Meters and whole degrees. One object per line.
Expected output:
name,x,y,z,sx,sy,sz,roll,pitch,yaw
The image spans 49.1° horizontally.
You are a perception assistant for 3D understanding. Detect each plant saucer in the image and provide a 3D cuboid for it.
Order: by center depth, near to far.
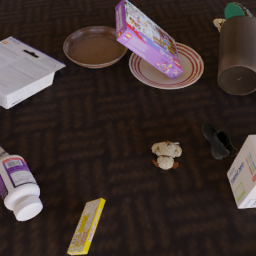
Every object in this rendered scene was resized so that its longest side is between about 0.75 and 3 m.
plant saucer,-1.305,-3.308,11.597,2.659,0.426,2.659,0,51,0

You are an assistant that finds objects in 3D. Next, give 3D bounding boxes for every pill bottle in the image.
pill bottle,-2.902,1.577,7.406,0.903,0.903,1.621,-28,57,-20

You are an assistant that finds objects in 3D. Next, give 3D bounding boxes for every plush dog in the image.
plush dog,1.134,0.823,8.237,0.911,0.731,0.783,6,75,5

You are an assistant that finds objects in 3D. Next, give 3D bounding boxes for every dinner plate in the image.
dinner plate,1.480,-2.442,10.950,2.871,0.348,2.871,0,50,0

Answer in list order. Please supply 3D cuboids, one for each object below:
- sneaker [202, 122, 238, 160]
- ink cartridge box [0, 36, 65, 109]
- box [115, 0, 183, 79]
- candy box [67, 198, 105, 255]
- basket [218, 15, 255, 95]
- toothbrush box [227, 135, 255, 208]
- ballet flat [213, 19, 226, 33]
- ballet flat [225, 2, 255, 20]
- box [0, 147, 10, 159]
sneaker,2.729,0.285,8.453,0.493,0.857,1.643,-4,52,-8
ink cartridge box,-4.349,-2.165,10.271,2.939,0.598,2.945,30,43,15
box,0.763,-3.183,10.136,2.784,0.544,1.905,26,44,-34
candy box,-1.015,2.413,6.913,0.178,0.690,1.350,41,47,-24
basket,4.149,-2.510,10.135,2.188,1.650,2.427,33,56,-17
toothbrush box,4.200,1.088,7.147,2.638,1.921,1.136,-2,52,-2
ballet flat,4.276,-4.550,12.527,0.573,0.484,1.514,5,50,-19
ballet flat,5.245,-4.414,12.231,1.110,1.110,2.989,-10,56,-8
box,-4.261,0.962,8.284,1.510,0.311,1.178,33,58,24
